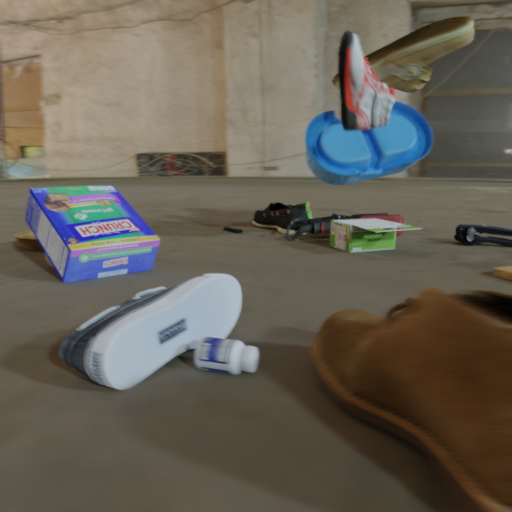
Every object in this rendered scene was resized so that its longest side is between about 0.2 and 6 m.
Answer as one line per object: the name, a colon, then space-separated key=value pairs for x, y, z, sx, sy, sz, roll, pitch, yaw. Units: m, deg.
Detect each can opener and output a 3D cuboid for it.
can opener: x=5.264 y=-0.461 z=12.509 sx=1.592 sy=0.505 sz=0.626 roll=3 pitch=10 yaw=20

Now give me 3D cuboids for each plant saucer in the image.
plant saucer: x=-4.468 y=-0.365 z=12.516 sx=1.728 sy=0.306 sz=1.728 roll=0 pitch=10 yaw=0

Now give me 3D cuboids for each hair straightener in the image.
hair straightener: x=2.078 y=-0.688 z=13.930 sx=3.124 sy=0.639 sz=1.202 roll=-9 pitch=13 yaw=-22

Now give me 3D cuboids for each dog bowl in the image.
dog bowl: x=2.472 y=-2.508 z=12.734 sx=3.009 sy=1.677 sz=0.746 roll=-14 pitch=-21 yaw=-15

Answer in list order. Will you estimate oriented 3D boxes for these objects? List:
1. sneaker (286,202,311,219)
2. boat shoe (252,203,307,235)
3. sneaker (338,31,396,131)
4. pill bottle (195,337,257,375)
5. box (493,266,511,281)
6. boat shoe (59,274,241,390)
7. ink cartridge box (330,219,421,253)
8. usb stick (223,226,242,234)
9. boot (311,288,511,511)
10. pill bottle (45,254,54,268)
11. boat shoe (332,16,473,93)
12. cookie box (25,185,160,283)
sneaker: x=1.084 y=-1.187 z=16.330 sx=0.755 sy=0.692 sz=1.802 roll=-13 pitch=5 yaw=-19
boat shoe: x=0.639 y=-1.087 z=15.288 sx=0.899 sy=0.770 sz=2.458 roll=-6 pitch=11 yaw=-25
sneaker: x=1.985 y=-3.115 z=10.004 sx=0.915 sy=1.707 sz=0.570 roll=-5 pitch=11 yaw=-6
pill bottle: x=-0.278 y=0.956 z=5.334 sx=0.539 sy=0.323 sz=0.323 roll=5 pitch=11 yaw=19
box: x=4.851 y=0.361 z=9.007 sx=1.256 sy=0.163 sz=1.536 roll=-3 pitch=10 yaw=-18
boat shoe: x=-0.990 y=0.681 z=5.786 sx=0.757 sy=0.801 sz=2.233 roll=8 pitch=20 yaw=31
ink cartridge box: x=2.482 y=-0.388 z=11.827 sx=1.204 sy=0.617 sz=1.629 roll=-4 pitch=13 yaw=-24
usb stick: x=-0.616 y=-0.687 z=14.782 sx=0.206 sy=0.121 sz=0.744 roll=-7 pitch=12 yaw=-31
boot: x=1.338 y=0.721 z=4.144 sx=1.217 sy=1.248 sz=3.307 roll=-7 pitch=10 yaw=-15
pill bottle: x=-3.460 y=-0.105 z=10.474 sx=0.536 sy=0.536 sz=1.009 roll=2 pitch=11 yaw=9
boat shoe: x=2.967 y=-3.763 z=11.165 sx=2.991 sy=0.993 sz=1.107 roll=-10 pitch=30 yaw=46
cookie box: x=-2.897 y=-0.458 z=9.856 sx=1.650 sy=0.725 sz=1.929 roll=-9 pitch=41 yaw=-40
